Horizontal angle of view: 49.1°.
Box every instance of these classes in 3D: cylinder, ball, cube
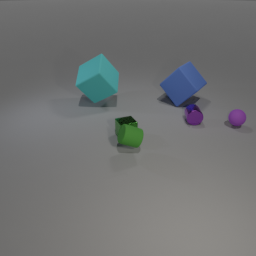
[{"bbox_3d":[0.080,0.278,9.765,0.700,0.700,0.700,16,23,-21],"label":"cylinder"},{"bbox_3d":[4.536,-0.433,11.631,0.700,0.700,0.700,0,28,0],"label":"ball"},{"bbox_3d":[-0.066,0.012,10.965,0.700,0.700,0.700,-11,28,-19],"label":"cube"},{"bbox_3d":[-1.399,-2.289,13.095,1.400,1.400,1.400,-22,46,26],"label":"cube"},{"bbox_3d":[2.703,-2.154,13.668,1.400,1.400,1.400,52,41,1],"label":"cube"},{"bbox_3d":[2.828,-0.576,12.063,0.700,0.700,0.700,0,28,1],"label":"cylinder"}]
